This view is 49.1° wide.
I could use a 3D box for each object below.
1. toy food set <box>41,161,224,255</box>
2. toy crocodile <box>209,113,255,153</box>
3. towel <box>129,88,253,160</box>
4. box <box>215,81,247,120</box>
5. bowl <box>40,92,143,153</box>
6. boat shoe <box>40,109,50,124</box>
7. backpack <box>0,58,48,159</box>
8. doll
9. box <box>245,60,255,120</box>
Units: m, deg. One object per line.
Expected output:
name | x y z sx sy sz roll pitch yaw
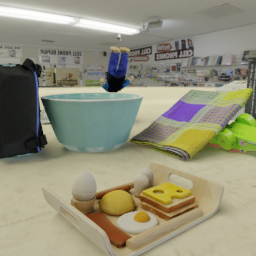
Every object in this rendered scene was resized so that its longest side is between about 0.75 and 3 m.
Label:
toy food set | 0.098 0.862 3.782 2.059 0.622 1.477 -9 14 -38
toy crocodile | 2.442 0.131 7.364 0.940 0.860 2.784 -36 27 -22
towel | 1.660 -0.265 7.427 2.980 0.339 2.140 -37 26 -25
box | 4.886 -1.186 12.008 1.581 1.354 1.573 -25 22 -30
bowl | -0.912 -0.187 7.371 2.616 1.368 2.616 0 10 0
boat shoe | -3.596 -0.584 11.199 2.305 0.739 0.850 2 11 9
backpack | -3.022 -0.442 6.717 1.722 2.144 2.343 -5 7 -25
doll | -0.446 -2.174 11.844 1.615 2.367 0.573 -7 33 -33
box | 4.618 -0.748 7.762 1.381 2.313 2.352 -5 12 -24
